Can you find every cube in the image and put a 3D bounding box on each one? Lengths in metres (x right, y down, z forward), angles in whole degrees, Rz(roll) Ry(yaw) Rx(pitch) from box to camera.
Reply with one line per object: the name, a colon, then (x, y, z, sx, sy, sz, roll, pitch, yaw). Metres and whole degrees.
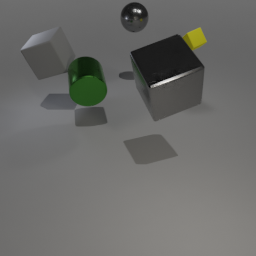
cube: (-3.199, -3.038, 11.416, 1.400, 1.400, 1.400, -11, 39, 17)
cube: (2.875, -3.835, 12.254, 0.700, 0.700, 0.700, -26, 3, -12)
cube: (1.007, -1.291, 7.305, 1.400, 1.400, 1.400, -21, 55, -3)

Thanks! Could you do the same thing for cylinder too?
cylinder: (-1.575, -1.784, 10.733, 1.400, 1.400, 1.400, -6, 45, -10)

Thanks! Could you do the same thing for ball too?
ball: (0.318, -5.447, 13.825, 1.400, 1.400, 1.400, 0, 30, 0)
